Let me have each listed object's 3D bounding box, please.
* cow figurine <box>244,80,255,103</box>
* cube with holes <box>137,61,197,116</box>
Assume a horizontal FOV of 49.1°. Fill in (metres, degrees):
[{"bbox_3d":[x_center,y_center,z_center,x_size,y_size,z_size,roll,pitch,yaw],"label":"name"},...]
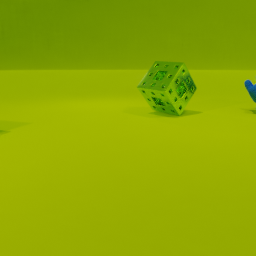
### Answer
[{"bbox_3d":[4.570,-1.087,9.532,0.806,1.446,1.469,-28,18,26],"label":"cow figurine"},{"bbox_3d":[1.288,-1.310,9.151,1.190,1.190,1.190,17,66,45],"label":"cube with holes"}]
